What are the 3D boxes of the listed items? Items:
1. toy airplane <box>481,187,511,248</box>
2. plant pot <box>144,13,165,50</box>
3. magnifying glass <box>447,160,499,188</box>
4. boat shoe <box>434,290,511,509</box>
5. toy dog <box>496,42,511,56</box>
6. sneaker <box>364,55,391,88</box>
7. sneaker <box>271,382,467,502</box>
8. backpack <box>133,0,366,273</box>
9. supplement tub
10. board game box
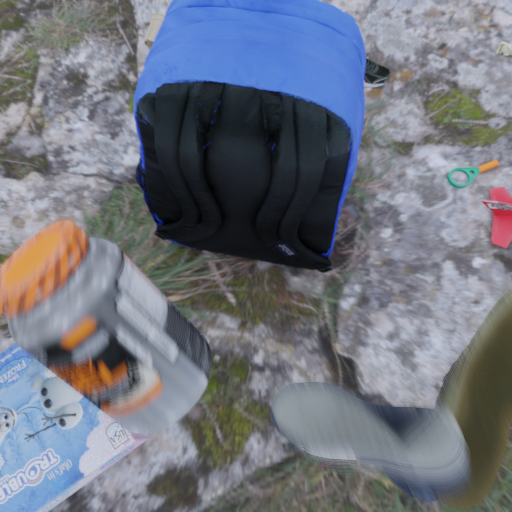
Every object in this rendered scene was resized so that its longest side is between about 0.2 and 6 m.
[{"bbox_3d":[6.152,-0.718,11.445,3.245,0.597,3.245,0,64,0],"label":"toy airplane"},{"bbox_3d":[-2.337,-5.314,13.495,0.754,0.754,0.690,23,78,10],"label":"plant pot"},{"bbox_3d":[4.735,-1.825,12.205,1.200,0.134,0.478,-21,67,-10],"label":"magnifying glass"},{"bbox_3d":[2.860,1.700,7.193,1.046,0.962,2.928,20,95,-5],"label":"boat shoe"},{"bbox_3d":[6.086,-4.988,13.563,0.440,0.307,0.427,22,32,11],"label":"toy dog"},{"bbox_3d":[2.379,-4.476,13.089,1.578,0.681,0.634,18,68,7],"label":"sneaker"},{"bbox_3d":[1.310,2.141,6.403,2.127,1.537,0.809,7,62,31],"label":"sneaker"},{"bbox_3d":[-0.154,-2.406,9.908,3.864,4.755,3.990,5,66,3],"label":"backpack"},{"bbox_3d":[-2.057,0.993,7.696,1.768,2.885,1.768,-27,33,19],"label":"supplement tub"},{"bbox_3d":[-3.665,2.760,9.569,2.696,0.585,2.683,-36,71,0],"label":"board game box"}]
